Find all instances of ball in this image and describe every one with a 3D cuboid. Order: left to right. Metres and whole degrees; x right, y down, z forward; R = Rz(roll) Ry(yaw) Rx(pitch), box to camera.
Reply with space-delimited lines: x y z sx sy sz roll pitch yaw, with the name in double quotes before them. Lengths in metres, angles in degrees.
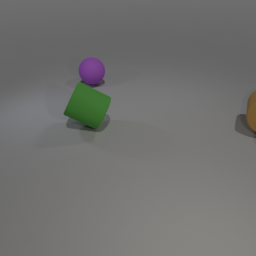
"ball" -1.916 -3.031 14.863 1.400 1.400 1.400 0 30 0

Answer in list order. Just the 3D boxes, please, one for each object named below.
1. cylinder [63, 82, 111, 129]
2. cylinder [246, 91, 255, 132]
"cylinder" -1.573 -0.864 10.850 1.400 1.400 1.400 25 27 -13
"cylinder" 5.191 -0.660 10.451 1.400 1.400 1.400 12 30 19
